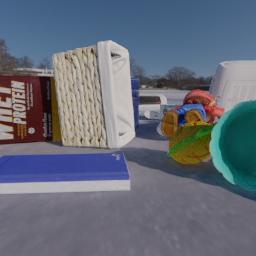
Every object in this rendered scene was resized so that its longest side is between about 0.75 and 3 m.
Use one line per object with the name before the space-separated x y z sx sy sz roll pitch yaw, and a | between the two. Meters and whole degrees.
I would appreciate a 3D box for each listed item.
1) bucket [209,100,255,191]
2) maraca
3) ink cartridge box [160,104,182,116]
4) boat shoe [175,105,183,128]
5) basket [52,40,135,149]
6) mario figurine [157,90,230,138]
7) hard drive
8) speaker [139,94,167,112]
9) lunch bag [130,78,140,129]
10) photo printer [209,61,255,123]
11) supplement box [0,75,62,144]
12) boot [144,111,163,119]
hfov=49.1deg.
bucket | 1.697 0.221 3.711 1.148 1.148 0.747 4 -1 29
maraca | 1.154 0.189 4.621 0.865 0.675 1.262 -17 -17 -34
ink cartridge box | 2.065 -0.717 12.387 0.944 0.545 1.298 -2 12 -14
boat shoe | 2.233 -0.476 9.823 0.915 0.824 2.535 5 9 32
basket | -0.738 -0.721 6.542 1.393 2.259 1.531 -3 7 16
mario figurine | 1.869 -0.143 7.696 1.632 1.401 2.644 34 26 16
hard drive | -0.970 0.601 3.959 1.897 0.241 1.252 -1 8 -5
speaker | 1.046 -1.484 16.655 2.556 1.038 1.038 -4 8 -31
lunch bag | -0.904 -0.927 9.084 2.880 1.905 1.956 -7 11 -39
photo printer | 4.235 -1.170 9.703 2.806 2.334 0.974 0 30 1
supplement box | -3.159 -0.549 7.436 2.390 1.587 2.357 -3 8 -22
boot | 1.039 -0.559 11.994 0.875 0.318 0.395 13 8 -19
